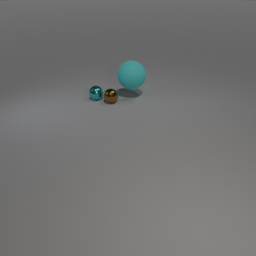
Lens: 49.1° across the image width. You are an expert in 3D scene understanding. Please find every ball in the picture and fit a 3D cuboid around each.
[{"bbox_3d":[-1.574,-1.729,13.774,0.700,0.700,0.700,0,28,0],"label":"ball"},{"bbox_3d":[-0.823,-1.547,13.430,0.700,0.700,0.700,0,28,0],"label":"ball"},{"bbox_3d":[0.177,-2.605,13.820,1.400,1.400,1.400,0,28,0],"label":"ball"}]
